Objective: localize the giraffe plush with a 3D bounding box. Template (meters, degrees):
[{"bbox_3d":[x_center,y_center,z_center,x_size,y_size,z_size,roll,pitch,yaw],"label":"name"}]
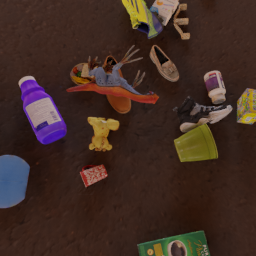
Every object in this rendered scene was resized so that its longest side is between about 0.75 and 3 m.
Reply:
[{"bbox_3d":[-0.970,0.250,10.308,1.203,1.394,1.130,7,98,-2],"label":"giraffe plush"}]

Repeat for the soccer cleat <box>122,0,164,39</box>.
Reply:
[{"bbox_3d":[0.440,-5.050,12.476,1.130,0.874,2.702,-41,71,-1],"label":"soccer cleat"}]

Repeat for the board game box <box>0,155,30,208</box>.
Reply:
[{"bbox_3d":[-4.273,1.899,9.974,1.453,0.358,1.839,5,74,-3],"label":"board game box"}]

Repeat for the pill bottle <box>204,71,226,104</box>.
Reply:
[{"bbox_3d":[3.493,-1.604,11.177,0.674,0.674,1.210,-6,68,-2],"label":"pill bottle"}]

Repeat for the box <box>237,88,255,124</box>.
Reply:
[{"bbox_3d":[4.632,-0.812,10.677,0.617,1.011,0.974,9,68,3],"label":"box"}]

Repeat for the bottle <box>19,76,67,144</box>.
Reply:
[{"bbox_3d":[-3.370,-0.756,10.709,1.147,0.897,2.747,-26,70,-16],"label":"bottle"}]

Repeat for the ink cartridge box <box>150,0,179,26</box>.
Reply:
[{"bbox_3d":[1.688,-5.566,12.840,0.904,0.533,1.571,27,71,10],"label":"ink cartridge box"}]

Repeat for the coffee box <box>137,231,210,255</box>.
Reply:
[{"bbox_3d":[1.515,4.192,8.959,2.213,0.487,1.361,-12,69,-4],"label":"coffee box"}]

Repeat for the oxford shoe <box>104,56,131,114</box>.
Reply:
[{"bbox_3d":[-0.509,-1.744,11.142,0.888,0.887,2.489,-17,71,-8],"label":"oxford shoe"}]

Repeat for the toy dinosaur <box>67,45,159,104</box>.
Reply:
[{"bbox_3d":[-0.252,-1.113,7.879,2.489,1.307,2.259,-47,52,20],"label":"toy dinosaur"}]

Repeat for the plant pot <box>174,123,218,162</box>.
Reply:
[{"bbox_3d":[2.367,0.641,10.067,1.261,1.309,1.309,-18,69,6],"label":"plant pot"}]

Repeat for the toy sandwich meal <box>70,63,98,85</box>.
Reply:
[{"bbox_3d":[-1.802,-2.281,11.586,1.214,0.416,1.214,0,68,0],"label":"toy sandwich meal"}]

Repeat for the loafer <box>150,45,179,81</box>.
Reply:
[{"bbox_3d":[1.498,-2.707,11.682,0.634,0.555,1.765,-32,72,-12],"label":"loafer"}]

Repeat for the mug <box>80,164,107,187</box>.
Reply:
[{"bbox_3d":[-1.241,1.588,9.977,0.853,0.569,0.757,-21,71,-12],"label":"mug"}]

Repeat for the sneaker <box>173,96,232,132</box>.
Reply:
[{"bbox_3d":[2.826,-0.737,10.743,2.164,0.817,1.232,-21,72,-6],"label":"sneaker"}]

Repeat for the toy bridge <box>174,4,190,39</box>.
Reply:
[{"bbox_3d":[2.408,-4.812,12.687,0.638,0.258,1.899,-1,68,3],"label":"toy bridge"}]
